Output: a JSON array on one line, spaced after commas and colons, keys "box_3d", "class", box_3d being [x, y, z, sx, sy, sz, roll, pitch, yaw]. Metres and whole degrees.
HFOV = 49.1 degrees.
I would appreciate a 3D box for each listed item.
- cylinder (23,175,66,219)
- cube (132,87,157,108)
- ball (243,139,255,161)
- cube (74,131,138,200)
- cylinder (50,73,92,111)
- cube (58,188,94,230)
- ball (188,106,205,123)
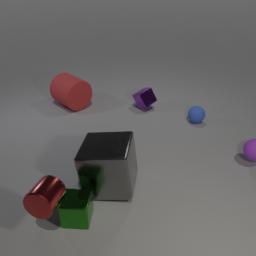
[{"box_3d": [-1.838, 1.529, 6.235, 0.700, 0.700, 0.700, 8, 28, 13], "class": "cylinder"}, {"box_3d": [0.743, -1.350, 12.549, 0.700, 0.700, 0.700, -34, 17, -21], "class": "cube"}, {"box_3d": [3.991, 0.680, 8.788, 0.700, 0.700, 0.700, 0, 30, 0], "class": "ball"}, {"box_3d": [-0.544, 1.035, 7.888, 1.400, 1.400, 1.400, -2, 28, 10], "class": "cube"}, {"box_3d": [-2.576, -1.654, 12.675, 1.400, 1.400, 1.400, -26, 41, -37], "class": "cylinder"}, {"box_3d": [-1.285, 2.026, 7.042, 0.700, 0.700, 0.700, 3, 30, 4], "class": "cube"}, {"box_3d": [2.821, -0.562, 11.513, 0.700, 0.700, 0.700, 0, 30, 0], "class": "ball"}]
